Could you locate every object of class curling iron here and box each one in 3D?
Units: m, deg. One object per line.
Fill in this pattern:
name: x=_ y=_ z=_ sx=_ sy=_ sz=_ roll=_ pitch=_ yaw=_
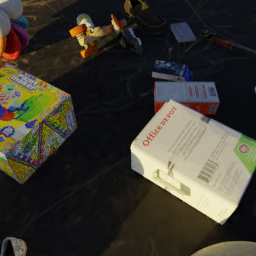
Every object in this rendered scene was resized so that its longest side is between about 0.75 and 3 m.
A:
curling iron: x=3.691 y=-3.014 z=10.127 sx=2.427 sy=0.310 sz=0.602 roll=30 pitch=20 yaw=17

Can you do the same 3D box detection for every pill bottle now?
pill bottle: x=-1.594 y=-3.889 z=10.705 sx=0.551 sy=0.551 sz=0.983 roll=-16 pitch=55 yaw=-12

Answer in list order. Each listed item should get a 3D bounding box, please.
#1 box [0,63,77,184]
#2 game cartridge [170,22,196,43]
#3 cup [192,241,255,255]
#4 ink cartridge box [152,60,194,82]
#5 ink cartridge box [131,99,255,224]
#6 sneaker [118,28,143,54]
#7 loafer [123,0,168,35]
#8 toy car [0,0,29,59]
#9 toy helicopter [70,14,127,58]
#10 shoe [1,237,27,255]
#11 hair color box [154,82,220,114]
box: x=-2.956 y=-0.199 z=7.314 sx=2.270 sy=1.385 sz=2.187 roll=27 pitch=56 yaw=19
game cartridge: x=2.090 y=-3.680 z=10.782 sx=0.703 sy=0.208 sz=1.085 roll=-12 pitch=53 yaw=-4
cup: x=2.110 y=3.077 z=4.290 sx=2.996 sy=2.143 sz=2.996 roll=0 pitch=53 yaw=0
ink cartridge box: x=1.514 y=-1.881 z=9.337 sx=1.342 sy=0.263 sz=0.667 roll=11 pitch=52 yaw=8
ink cartridge box: x=1.611 y=0.703 z=6.785 sx=2.572 sy=1.080 sz=1.871 roll=29 pitch=58 yaw=21
sneaker: x=0.053 y=-3.085 z=10.143 sx=0.675 sy=0.496 sz=1.492 roll=-18 pitch=51 yaw=-10
loafer: x=0.595 y=-4.455 z=10.947 sx=0.873 sy=0.853 sz=2.391 roll=-34 pitch=59 yaw=-23
toy car: x=-4.265 y=-3.289 z=9.574 sx=2.044 sy=1.751 sz=2.335 roll=-22 pitch=42 yaw=38
toy helicopter: x=-0.689 y=-3.533 z=9.960 sx=1.699 sy=1.013 sz=2.569 roll=-13 pitch=23 yaw=37
shoe: x=-2.317 y=3.024 z=5.371 sx=0.635 sy=0.485 sz=1.816 roll=-7 pitch=52 yaw=-5
hair color box: x=1.704 y=-0.901 z=8.378 sx=1.806 sy=0.553 sz=0.917 roll=0 pitch=52 yaw=1
